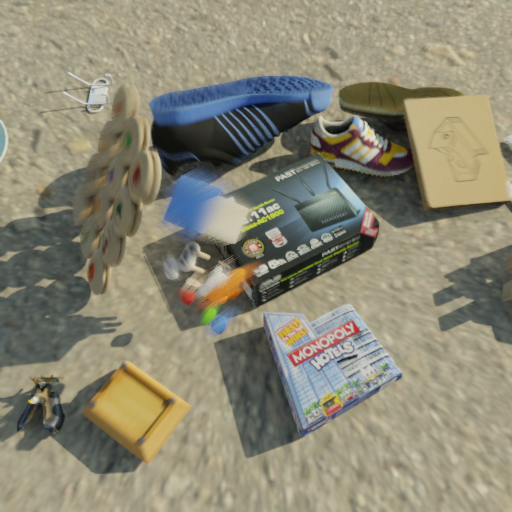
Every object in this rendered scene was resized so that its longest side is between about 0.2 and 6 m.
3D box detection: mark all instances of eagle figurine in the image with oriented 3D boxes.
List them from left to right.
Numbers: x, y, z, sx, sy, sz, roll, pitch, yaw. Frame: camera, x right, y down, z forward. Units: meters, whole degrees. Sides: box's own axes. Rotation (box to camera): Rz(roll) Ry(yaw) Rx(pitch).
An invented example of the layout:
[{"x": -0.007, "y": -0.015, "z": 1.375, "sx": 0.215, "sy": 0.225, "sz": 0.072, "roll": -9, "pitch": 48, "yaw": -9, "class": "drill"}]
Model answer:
[{"x": -2.977, "y": 2.043, "z": 7.733, "sx": 0.573, "sy": 0.570, "sz": 0.756, "roll": -3, "pitch": 84, "yaw": 45, "class": "eagle figurine"}]

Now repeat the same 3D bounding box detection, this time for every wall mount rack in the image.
[{"x": -3.322, "y": -3.311, "z": 11.136, "sx": 0.865, "sy": 0.371, "sz": 0.995, "roll": -1, "pitch": 57, "yaw": 0, "class": "wall mount rack"}]

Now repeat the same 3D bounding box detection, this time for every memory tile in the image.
[{"x": -2.166, "y": -0.940, "z": 8.308, "sx": 0.235, "sy": 2.798, "sz": 2.145, "roll": 4, "pitch": 50, "yaw": -33, "class": "memory tile"}]

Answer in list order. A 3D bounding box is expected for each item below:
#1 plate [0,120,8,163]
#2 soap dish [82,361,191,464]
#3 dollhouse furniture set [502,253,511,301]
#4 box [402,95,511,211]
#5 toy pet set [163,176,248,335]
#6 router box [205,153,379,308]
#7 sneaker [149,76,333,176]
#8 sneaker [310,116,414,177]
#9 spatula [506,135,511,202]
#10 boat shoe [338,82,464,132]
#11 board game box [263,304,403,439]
[{"x": -5.708, "y": -1.851, "z": 10.252, "sx": 2.355, "sy": 0.301, "sz": 2.355, "roll": 0, "pitch": 58, "yaw": 1, "class": "plate"}, {"x": -1.643, "y": 2.072, "z": 7.636, "sx": 1.194, "sy": 0.485, "sz": 0.939, "roll": 30, "pitch": 62, "yaw": 19, "class": "soap dish"}, {"x": 4.853, "y": 0.095, "z": 8.420, "sx": 1.794, "sy": 0.924, "sz": 1.774, "roll": 15, "pitch": 70, "yaw": 6, "class": "dollhouse furniture set"}, {"x": 3.485, "y": -1.814, "z": 9.760, "sx": 1.626, "sy": 0.212, "sz": 1.990, "roll": -6, "pitch": 80, "yaw": -13, "class": "box"}, {"x": -0.811, "y": -0.087, "z": 7.178, "sx": 0.936, "sy": 1.763, "sz": 1.646, "roll": 22, "pitch": 88, "yaw": -23, "class": "toy pet set"}, {"x": 0.527, "y": -0.478, "z": 9.078, "sx": 2.361, "sy": 0.734, "sz": 1.769, "roll": -26, "pitch": 59, "yaw": -16, "class": "router box"}, {"x": -0.218, "y": -2.333, "z": 9.942, "sx": 3.337, "sy": 1.300, "sz": 1.170, "roll": -12, "pitch": 37, "yaw": -15, "class": "sneaker"}, {"x": 1.924, "y": -1.988, "z": 9.920, "sx": 1.918, "sy": 0.864, "sz": 0.719, "roll": 7, "pitch": 42, "yaw": 4, "class": "sneaker"}, {"x": 5.284, "y": -1.163, "z": 9.894, "sx": 2.086, "sy": 0.241, "sz": 3.000, "roll": -20, "pitch": 59, "yaw": -6, "class": "spatula"}, {"x": 2.691, "y": -2.698, "z": 10.488, "sx": 2.375, "sy": 0.781, "sz": 0.849, "roll": 2, "pitch": 51, "yaw": -1, "class": "boat shoe"}, {"x": 0.921, "y": 1.380, "z": 8.045, "sx": 1.735, "sy": 0.535, "sz": 1.734, "roll": -26, "pitch": 62, "yaw": -16, "class": "board game box"}]
